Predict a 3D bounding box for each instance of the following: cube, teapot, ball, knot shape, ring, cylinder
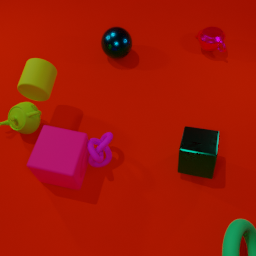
[{"bbox_3d":[1.871,0.641,7.456,0.932,0.932,0.932,9,44,15],"label":"cube"},{"bbox_3d":[2.927,-3.137,9.980,0.932,0.734,1.499,-31,55,-17],"label":"teapot"},{"bbox_3d":[-0.390,-2.923,9.641,1.085,1.085,1.085,0,60,0],"label":"ball"},{"bbox_3d":[-0.716,0.540,7.611,0.484,1.048,0.980,17,64,20],"label":"knot shape"},{"bbox_3d":[-1.736,0.801,7.387,1.183,1.183,1.183,11,61,6],"label":"cube"},{"bbox_3d":[-3.100,-0.273,8.134,1.531,0.749,0.952,-14,86,26],"label":"teapot"},{"bbox_3d":[2.528,2.837,6.088,0.329,1.646,1.646,-14,49,42],"label":"ring"},{"bbox_3d":[-2.486,-1.319,7.728,0.862,0.862,0.862,8,65,4],"label":"cylinder"}]
